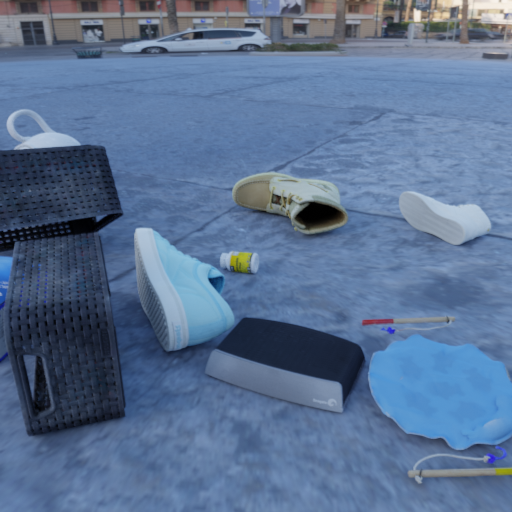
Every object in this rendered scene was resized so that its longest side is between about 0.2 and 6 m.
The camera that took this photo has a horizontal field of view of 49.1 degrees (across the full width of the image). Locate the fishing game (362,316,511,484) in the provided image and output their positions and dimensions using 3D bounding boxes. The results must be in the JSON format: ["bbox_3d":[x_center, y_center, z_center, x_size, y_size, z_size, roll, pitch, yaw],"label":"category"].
[{"bbox_3d":[2.343,1.681,7.023,1.914,0.415,2.673,-3,33,-6],"label":"fishing game"}]

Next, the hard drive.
[{"bbox_3d":[0.411,1.384,7.586,1.925,0.407,1.298,11,27,22],"label":"hard drive"}]

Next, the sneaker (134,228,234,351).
[{"bbox_3d":[-1.189,0.447,8.952,1.232,1.112,3.007,-6,34,-21],"label":"sneaker"}]

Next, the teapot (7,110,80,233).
[{"bbox_3d":[-4.810,-1.880,12.466,2.043,2.016,1.492,41,23,27],"label":"teapot"}]

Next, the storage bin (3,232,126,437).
[{"bbox_3d":[-2.419,0.872,7.209,1.147,1.654,2.447,-8,26,-17],"label":"storage bin"}]

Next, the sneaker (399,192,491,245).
[{"bbox_3d":[4.119,-0.882,12.203,1.126,0.718,1.948,-13,37,-29],"label":"sneaker"}]

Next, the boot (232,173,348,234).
[{"bbox_3d":[0.696,-1.157,12.393,2.519,0.908,1.948,3,22,-1],"label":"boot"}]

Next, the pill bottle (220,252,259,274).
[{"bbox_3d":[-0.311,0.116,10.355,0.665,0.374,0.374,4,25,16],"label":"pill bottle"}]

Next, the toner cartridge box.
[{"bbox_3d":[-5.271,0.642,8.674,3.819,0.824,1.814,5,25,10],"label":"toner cartridge box"}]

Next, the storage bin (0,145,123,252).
[{"bbox_3d":[-4.249,-0.999,10.336,2.975,1.395,2.011,-15,-3,-39],"label":"storage bin"}]
